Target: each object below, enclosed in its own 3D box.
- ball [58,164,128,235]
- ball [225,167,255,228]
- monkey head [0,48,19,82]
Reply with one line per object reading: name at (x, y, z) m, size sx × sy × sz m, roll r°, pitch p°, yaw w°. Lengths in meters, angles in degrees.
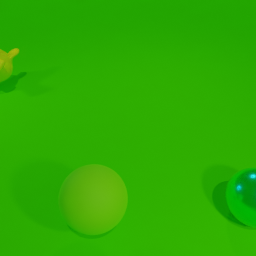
ball at (-0.554, 1.134, 4.492) m, size 1.098 × 1.098 × 1.098 m, roll 0°, pitch 37°, yaw 0°
ball at (2.307, 1.245, 5.050) m, size 1.056 × 1.056 × 1.056 m, roll 0°, pitch 37°, yaw 0°
monkey head at (-3.968, -1.859, 8.618) m, size 1.234 × 1.033 × 1.715 m, roll 26°, pitch 83°, yaw 30°
